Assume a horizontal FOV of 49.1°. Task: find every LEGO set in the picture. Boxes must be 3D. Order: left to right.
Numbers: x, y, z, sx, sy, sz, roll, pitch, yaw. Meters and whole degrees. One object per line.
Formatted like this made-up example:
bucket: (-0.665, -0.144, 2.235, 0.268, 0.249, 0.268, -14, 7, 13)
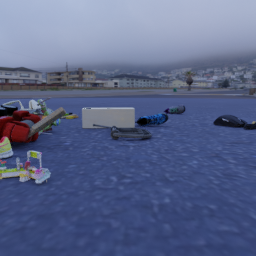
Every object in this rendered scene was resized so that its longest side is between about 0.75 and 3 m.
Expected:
LEGO set: (-1.784, 0.610, 4.553, 1.165, 0.434, 0.536, 2, 8, 14)

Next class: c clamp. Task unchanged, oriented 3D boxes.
c clamp: (-0.179, 0.139, 8.910, 1.778, 0.282, 2.081, 4, 5, -11)

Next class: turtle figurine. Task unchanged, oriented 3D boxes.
turtle figurine: (-3.060, -0.348, 9.018, 1.571, 1.166, 1.621, -4, 4, -3)

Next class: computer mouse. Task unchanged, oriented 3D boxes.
computer mouse: (4.486, -0.296, 11.180, 1.377, 0.451, 1.961, -5, 10, -26)

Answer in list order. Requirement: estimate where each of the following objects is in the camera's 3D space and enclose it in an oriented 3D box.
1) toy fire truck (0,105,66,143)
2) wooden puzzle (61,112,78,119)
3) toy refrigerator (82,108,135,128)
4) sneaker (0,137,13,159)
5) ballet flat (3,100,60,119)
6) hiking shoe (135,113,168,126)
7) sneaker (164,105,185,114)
toy fire truck: (-2.657, -0.095, 7.361, 2.039, 1.312, 1.795, 11, 7, 1)
wooden puzzle: (-3.531, -0.685, 14.833, 2.092, 0.245, 1.411, 3, 8, 25)
toy refrigerator: (-0.756, -0.401, 10.853, 1.978, 0.751, 0.692, -1, 8, -5)
sneaker: (-2.978, 0.414, 5.767, 1.113, 0.502, 0.435, -8, 13, -39)
ballet flat: (-4.213, -0.689, 11.577, 2.798, 1.007, 1.007, -6, 10, -27)
hiking shoe: (0.964, -0.281, 11.134, 1.285, 0.478, 0.557, -11, 9, 23)
sneaker: (2.806, -1.044, 16.884, 0.633, 0.539, 1.447, -17, 5, -31)
